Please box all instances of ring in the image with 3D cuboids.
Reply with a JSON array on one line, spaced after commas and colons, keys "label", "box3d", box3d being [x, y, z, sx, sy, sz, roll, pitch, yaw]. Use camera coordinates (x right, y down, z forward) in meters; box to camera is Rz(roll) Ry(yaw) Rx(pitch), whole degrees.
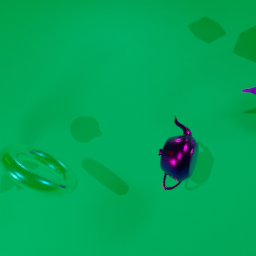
[{"label": "ring", "box3d": [-1.731, 0.808, 5.514, 1.603, 1.603, 0.321, 33, 96, 17]}]

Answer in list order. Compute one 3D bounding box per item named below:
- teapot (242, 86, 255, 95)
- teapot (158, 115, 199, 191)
[{"label": "teapot", "box3d": [3.699, -1.010, 6.792, 1.701, 0.833, 1.057, -7, 86, 36]}, {"label": "teapot", "box3d": [1.013, 0.532, 5.777, 0.767, 0.975, 1.567, 13, 88, 25]}]
